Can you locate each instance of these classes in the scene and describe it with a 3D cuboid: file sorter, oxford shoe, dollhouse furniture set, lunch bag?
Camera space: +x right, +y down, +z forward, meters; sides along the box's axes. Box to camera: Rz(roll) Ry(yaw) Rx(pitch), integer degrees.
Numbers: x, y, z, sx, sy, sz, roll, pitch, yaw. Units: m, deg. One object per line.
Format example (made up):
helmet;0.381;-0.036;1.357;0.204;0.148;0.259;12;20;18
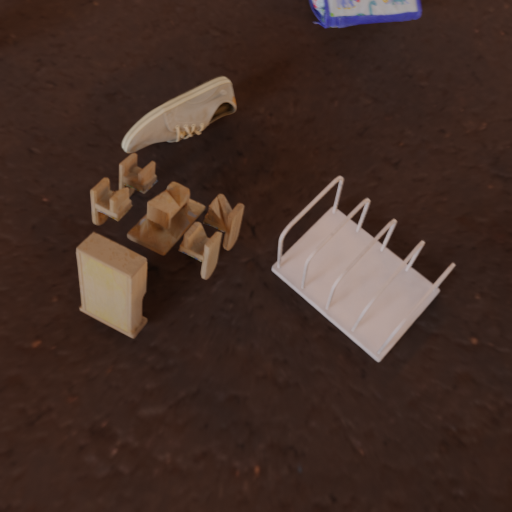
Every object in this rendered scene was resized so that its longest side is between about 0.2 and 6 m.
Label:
file sorter;1.568;0.156;8.372;2.211;1.376;1.534;41;73;16
oxford shoe;-1.291;-2.367;9.835;2.276;0.856;0.657;-32;89;-14
dollhouse furniture set;-1.675;-0.112;8.775;2.092;1.482;2.277;26;47;10
lunch bag;1.991;-5.176;10.722;1.844;1.382;2.168;-7;57;-3
